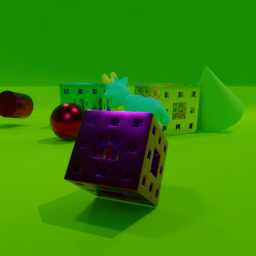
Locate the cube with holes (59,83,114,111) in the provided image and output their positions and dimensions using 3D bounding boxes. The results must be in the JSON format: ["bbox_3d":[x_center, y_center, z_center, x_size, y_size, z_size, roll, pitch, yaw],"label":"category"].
[{"bbox_3d":[-1.179,-0.697,8.377,1.251,1.251,1.251,2,9,12],"label":"cube with holes"}]

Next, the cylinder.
[{"bbox_3d":[-3.358,-0.677,8.321,0.785,0.785,0.785,3,0,15],"label":"cylinder"}]

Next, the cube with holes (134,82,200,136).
[{"bbox_3d":[0.966,-0.542,7.297,1.203,1.203,1.203,-5,15,-28],"label":"cube with holes"}]

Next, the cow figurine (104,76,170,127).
[{"bbox_3d":[0.152,-0.535,6.216,0.758,1.358,1.380,-44,27,-28],"label":"cow figurine"}]

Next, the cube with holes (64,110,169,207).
[{"bbox_3d":[-0.066,0.319,2.881,0.730,0.730,0.730,4,-24,22],"label":"cube with holes"}]

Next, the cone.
[{"bbox_3d":[2.168,-0.974,7.358,1.522,1.528,1.522,-15,39,12],"label":"cone"}]

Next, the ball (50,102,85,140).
[{"bbox_3d":[-1.312,-0.147,6.254,0.848,0.848,0.848,0,9,0],"label":"ball"}]

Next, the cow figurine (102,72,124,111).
[{"bbox_3d":[-0.526,-1.203,10.429,0.748,1.342,1.363,-16,-29,-8],"label":"cow figurine"}]
